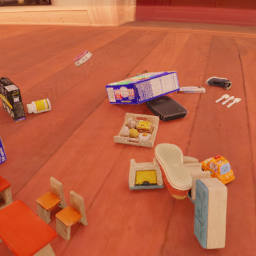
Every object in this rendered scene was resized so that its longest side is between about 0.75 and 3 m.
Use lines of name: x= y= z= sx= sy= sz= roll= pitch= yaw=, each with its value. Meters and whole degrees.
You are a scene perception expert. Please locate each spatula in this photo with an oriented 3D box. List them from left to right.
spatula: x=5.016 y=-1.381 z=14.126 sx=0.897 sy=0.104 sz=1.290 roll=31 pitch=43 yaw=33

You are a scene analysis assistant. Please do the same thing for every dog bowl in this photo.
dog bowl: x=-1.811 y=-2.778 z=11.099 sx=0.790 sy=0.291 sz=0.790 roll=-30 pitch=26 yaw=16

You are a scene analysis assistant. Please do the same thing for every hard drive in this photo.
hard drive: x=1.723 y=-0.924 z=12.968 sx=1.360 sy=0.427 sz=2.017 roll=-12 pitch=31 yaw=-18

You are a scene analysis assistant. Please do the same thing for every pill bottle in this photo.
pill bottle: x=-4.142 y=-0.992 z=12.989 sx=0.985 sy=0.548 sz=0.548 roll=-16 pitch=34 yaw=-25

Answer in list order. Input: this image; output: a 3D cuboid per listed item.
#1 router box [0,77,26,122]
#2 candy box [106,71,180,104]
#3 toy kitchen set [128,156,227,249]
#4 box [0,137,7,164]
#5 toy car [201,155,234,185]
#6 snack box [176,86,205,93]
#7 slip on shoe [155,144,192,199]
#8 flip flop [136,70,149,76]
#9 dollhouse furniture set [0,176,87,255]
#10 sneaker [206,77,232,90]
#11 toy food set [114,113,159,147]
router box: x=-5.274 y=-1.313 z=12.596 sx=0.498 sy=1.500 sz=1.908 roll=-21 pitch=37 yaw=-32
candy box: x=0.722 y=-1.974 z=13.578 sx=2.740 sy=1.056 sz=2.317 roll=-21 pitch=17 yaw=-34
toy kitchen set: x=1.143 y=1.896 z=7.653 sx=2.102 sy=1.545 sz=2.623 roll=-3 pitch=10 yaw=-4
box: x=-5.697 y=0.878 z=9.170 sx=2.093 sy=1.194 sz=2.276 roll=15 pitch=34 yaw=25
toy car: x=3.563 y=1.138 z=9.149 sx=2.352 sy=0.783 sz=1.154 roll=-8 pitch=32 yaw=-12
snack box: x=3.349 y=-2.082 z=15.194 sx=1.535 sy=0.187 sz=0.552 roll=-1 pitch=31 yaw=-3
slip on shoe: x=1.233 y=1.135 z=7.987 sx=0.829 sy=0.685 sz=2.237 roll=1 pitch=29 yaw=-8
flip flop: x=1.181 y=-3.344 z=17.120 sx=1.417 sy=0.408 sz=0.574 roll=-7 pitch=31 yaw=-11
dollhouse furniture set: x=-2.917 y=2.103 z=6.788 sx=2.870 sy=1.495 sz=2.902 roll=23 pitch=38 yaw=34
sneaker: x=5.111 y=-2.483 z=15.571 sx=1.301 sy=0.495 sz=0.940 roll=-3 pitch=28 yaw=-7
toy food set: x=0.390 y=0.000 z=11.224 sx=1.478 sy=0.622 sz=2.060 roll=7 pitch=31 yaw=11
